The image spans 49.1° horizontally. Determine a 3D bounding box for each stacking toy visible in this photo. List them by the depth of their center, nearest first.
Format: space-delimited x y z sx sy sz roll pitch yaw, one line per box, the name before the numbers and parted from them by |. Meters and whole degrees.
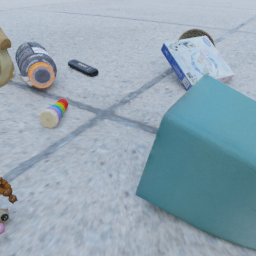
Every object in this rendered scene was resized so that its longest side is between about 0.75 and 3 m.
stacking toy | -2.270 -0.548 8.961 0.611 0.611 1.431 5 25 8

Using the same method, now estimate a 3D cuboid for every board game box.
board game box | 2.822 -2.678 11.396 2.244 0.489 2.255 -17 66 -23

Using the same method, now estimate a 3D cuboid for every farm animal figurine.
farm animal figurine | -2.613 1.723 5.149 1.176 0.732 1.456 -17 34 8

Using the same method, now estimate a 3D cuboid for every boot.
boot | -1.633 -0.924 3.356 0.556 0.777 0.274 43 43 16

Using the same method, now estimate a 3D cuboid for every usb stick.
usb stick | -2.041 -2.720 12.607 0.534 0.314 1.925 -24 39 -34

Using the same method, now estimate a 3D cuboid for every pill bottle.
pill bottle | -3.659 -2.477 11.199 1.377 1.377 2.592 -13 34 -21

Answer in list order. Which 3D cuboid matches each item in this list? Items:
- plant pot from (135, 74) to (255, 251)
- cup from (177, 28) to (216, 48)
plant pot | 2.112 0.796 5.300 2.985 2.108 2.110 29 40 17
cup | 2.838 -3.381 12.604 1.818 1.818 1.300 -4 3 -6
